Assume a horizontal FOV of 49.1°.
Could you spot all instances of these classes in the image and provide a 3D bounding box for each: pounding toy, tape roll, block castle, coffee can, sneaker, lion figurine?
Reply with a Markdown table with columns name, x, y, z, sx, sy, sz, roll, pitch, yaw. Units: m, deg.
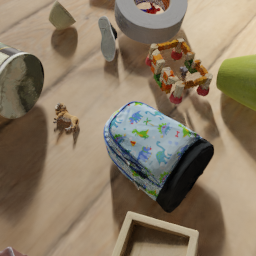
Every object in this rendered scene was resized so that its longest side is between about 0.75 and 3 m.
| name | x | y | z | sx | sy | sz | roll | pitch | yaw |
| --- | --- | --- | --- | --- | --- | --- | --- | --- | --- |
| pounding toy | 0.776 | 3.331 | 6.251 | 2.139 | 1.521 | 1.969 | 10 | 55 | 20 |
| tape roll | 0.924 | -4.970 | 11.589 | 2.950 | 0.974 | 2.950 | 2 | 70 | -4 |
| block castle | 1.735 | -1.980 | 9.933 | 1.565 | 1.099 | 2.342 | -18 | 60 | -16 |
| coffee can | -4.620 | -1.827 | 9.139 | 2.971 | 2.174 | 2.174 | 23 | 59 | 15 |
| sneaker | -0.685 | -3.422 | 11.103 | 0.640 | 0.898 | 1.810 | -13 | 80 | 19 |
| lion figurine | -1.990 | -0.338 | 9.253 | 1.186 | 0.430 | 0.726 | 34 | 54 | 5 |

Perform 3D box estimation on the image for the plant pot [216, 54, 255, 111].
| name | x | y | z | sx | sy | sz | roll | pitch | yaw |
| --- | --- | --- | --- | --- | --- | --- | --- | --- | --- |
| plant pot | 4.210 | -1.537 | 9.223 | 2.299 | 2.151 | 2.151 | 20 | 56 | 33 |

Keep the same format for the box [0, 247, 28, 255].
| name | x | y | z | sx | sy | sz | roll | pitch | yaw |
| --- | --- | --- | --- | --- | --- | --- | --- | --- | --- |
| box | -2.765 | 4.065 | 5.057 | 2.740 | 2.273 | 2.250 | -25 | 59 | -16 |

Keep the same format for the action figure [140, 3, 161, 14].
| name | x | y | z | sx | sy | sz | roll | pitch | yaw |
| --- | --- | --- | --- | --- | --- | --- | --- | --- | --- |
| action figure | 0.619 | -5.277 | 12.474 | 1.644 | 0.536 | 0.814 | -11 | 60 | -9 |

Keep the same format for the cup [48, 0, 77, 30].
| name | x | y | z | sx | sy | sz | roll | pitch | yaw |
| --- | --- | --- | --- | --- | --- | --- | --- | --- | --- |
| cup | -2.865 | -4.653 | 11.832 | 0.818 | 1.144 | 1.144 | -43 | 61 | 11 |

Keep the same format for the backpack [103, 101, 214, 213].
| name | x | y | z | sx | sy | sz | roll | pitch | yaw |
| --- | --- | --- | --- | --- | --- | --- | --- | --- | --- |
| backpack | 0.616 | 0.537 | 7.831 | 2.785 | 2.141 | 2.272 | 31 | 70 | 36 |
